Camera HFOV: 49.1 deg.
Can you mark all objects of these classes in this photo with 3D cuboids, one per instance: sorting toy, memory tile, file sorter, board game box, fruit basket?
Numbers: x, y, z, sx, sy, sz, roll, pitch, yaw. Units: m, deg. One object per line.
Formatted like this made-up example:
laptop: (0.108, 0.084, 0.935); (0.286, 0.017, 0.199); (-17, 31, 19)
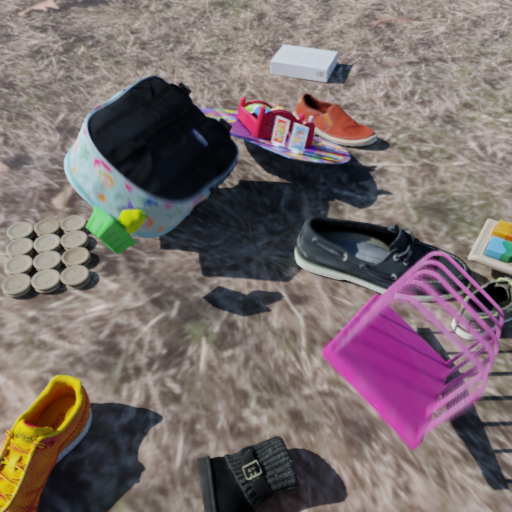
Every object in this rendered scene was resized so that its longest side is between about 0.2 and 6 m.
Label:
sorting toy: (5.234, -0.083, 10.743); (1.901, 0.375, 2.053); (22, 34, 22)
memory tile: (-4.151, -0.037, 11.173); (1.640, 0.180, 2.140); (-10, 44, -10)
file sorter: (2.388, 1.112, 7.928); (1.674, 1.511, 2.409); (46, 29, 9)
board game box: (0.446, -3.208, 13.159); (3.950, 0.769, 3.120); (26, 25, 21)
fruit basket: (-2.264, -0.526, 9.314); (0.639, 0.886, 0.886); (34, 53, 29)

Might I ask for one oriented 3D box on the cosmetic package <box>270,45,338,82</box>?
cosmetic package: (1.479, -5.934, 17.216); (1.792, 0.463, 1.351); (14, 47, 14)

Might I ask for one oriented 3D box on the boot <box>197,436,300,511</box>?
boot: (-0.021, 3.239, 7.332); (1.312, 0.660, 1.755); (-9, 44, -9)

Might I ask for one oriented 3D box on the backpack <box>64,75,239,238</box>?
backpack: (-2.121, -1.780, 10.882); (2.709, 2.297, 3.051); (42, 36, -7)

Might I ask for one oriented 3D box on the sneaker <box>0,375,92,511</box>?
sneaker: (-3.216, 2.831, 7.480); (1.035, 1.094, 2.836); (11, 46, 10)

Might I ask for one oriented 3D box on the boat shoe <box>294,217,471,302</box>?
boat shoe: (2.401, -0.102, 10.496); (3.361, 1.114, 1.256); (15, 48, 13)

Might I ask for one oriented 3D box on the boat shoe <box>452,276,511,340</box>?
boat shoe: (4.342, 0.779, 9.985); (2.030, 0.607, 0.726); (-26, 49, -25)

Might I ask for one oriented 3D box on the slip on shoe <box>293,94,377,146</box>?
slip on shoe: (2.008, -3.481, 14.403); (2.420, 0.740, 0.896); (33, 49, 25)
